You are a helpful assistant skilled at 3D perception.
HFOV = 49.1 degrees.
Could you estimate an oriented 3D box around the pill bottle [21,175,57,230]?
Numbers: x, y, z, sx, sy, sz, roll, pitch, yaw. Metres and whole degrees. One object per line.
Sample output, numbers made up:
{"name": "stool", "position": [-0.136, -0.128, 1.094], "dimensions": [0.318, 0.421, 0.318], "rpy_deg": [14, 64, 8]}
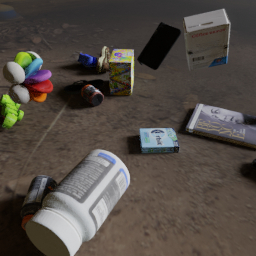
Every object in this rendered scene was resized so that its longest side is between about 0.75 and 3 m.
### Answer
{"name": "pill bottle", "position": [-2.555, 2.170, 8.011], "dimensions": [0.820, 0.820, 1.544], "rpy_deg": [-1, 36, -1]}

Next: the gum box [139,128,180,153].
{"name": "gum box", "position": [1.182, 0.472, 10.862], "dimensions": [1.405, 0.313, 1.194], "rpy_deg": [-2, 35, -2]}

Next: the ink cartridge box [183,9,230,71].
{"name": "ink cartridge box", "position": [2.560, -2.829, 9.192], "dimensions": [1.308, 1.792, 0.755], "rpy_deg": [-9, 58, 10]}

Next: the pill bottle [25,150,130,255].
{"name": "pill bottle", "position": [-1.255, 1.989, 7.579], "dimensions": [1.607, 1.607, 2.824], "rpy_deg": [17, 37, 22]}

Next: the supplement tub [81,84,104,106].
{"name": "supplement tub", "position": [-1.785, -1.638, 13.514], "dimensions": [0.730, 0.730, 1.364], "rpy_deg": [-21, 41, -27]}

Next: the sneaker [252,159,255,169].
{"name": "sneaker", "position": [4.800, 1.440, 9.408], "dimensions": [0.584, 0.514, 1.379], "rpy_deg": [-25, 33, -22]}

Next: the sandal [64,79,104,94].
{"name": "sandal", "position": [-2.327, -2.302, 14.671], "dimensions": [2.203, 0.472, 0.838], "rpy_deg": [-20, 40, -26]}

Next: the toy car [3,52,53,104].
{"name": "toy car", "position": [-3.576, -1.851, 10.541], "dimensions": [1.475, 1.967, 1.722], "rpy_deg": [9, 34, 15]}

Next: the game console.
{"name": "game console", "position": [1.260, -3.159, 11.169], "dimensions": [1.022, 1.755, 1.544], "rpy_deg": [35, 7, 7]}

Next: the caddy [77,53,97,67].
{"name": "caddy", "position": [-2.471, -4.068, 17.037], "dimensions": [1.306, 0.686, 0.924], "rpy_deg": [26, 20, 33]}

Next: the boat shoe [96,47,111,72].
{"name": "boat shoe", "position": [-1.277, -4.100, 17.001], "dimensions": [0.939, 0.937, 2.537], "rpy_deg": [11, 43, -3]}

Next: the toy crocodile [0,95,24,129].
{"name": "toy crocodile", "position": [-5.237, -0.785, 12.355], "dimensions": [0.827, 0.756, 2.450], "rpy_deg": [27, 15, -39]}

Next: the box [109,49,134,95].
{"name": "box", "position": [-0.293, -2.886, 14.374], "dimensions": [1.118, 1.766, 1.833], "rpy_deg": [3, 34, 4]}

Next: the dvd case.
{"name": "dvd case", "position": [4.142, -0.164, 11.828], "dimensions": [2.960, 0.236, 2.201], "rpy_deg": [14, 38, 19]}
